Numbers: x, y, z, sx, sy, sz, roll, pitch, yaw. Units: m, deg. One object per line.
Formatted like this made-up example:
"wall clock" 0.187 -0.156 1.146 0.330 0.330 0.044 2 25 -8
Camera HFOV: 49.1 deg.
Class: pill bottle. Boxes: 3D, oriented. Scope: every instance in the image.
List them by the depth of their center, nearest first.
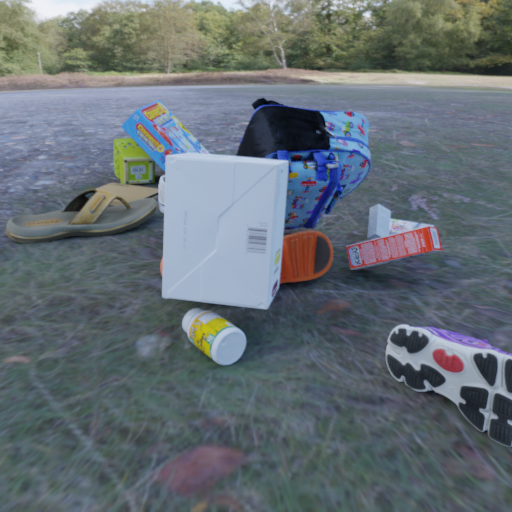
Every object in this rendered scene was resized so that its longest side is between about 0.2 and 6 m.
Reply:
"pill bottle" -0.634 1.111 7.984 0.554 0.554 0.983 -16 27 -34

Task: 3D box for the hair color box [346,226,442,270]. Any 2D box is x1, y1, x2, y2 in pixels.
"hair color box" 2.497 -0.129 10.143 1.505 0.481 0.835 -13 -6 29

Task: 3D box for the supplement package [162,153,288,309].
"supplement package" -0.418 -0.407 7.988 1.544 1.983 1.100 6 14 9

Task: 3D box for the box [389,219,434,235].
"box" 3.281 -0.546 12.549 1.193 0.246 0.930 11 24 28

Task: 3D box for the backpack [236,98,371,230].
"backpack" 0.936 -1.552 10.107 2.481 2.265 1.669 -4 62 -23

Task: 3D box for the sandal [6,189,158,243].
"sandal" -3.918 -1.039 12.835 3.448 0.931 1.385 -9 24 -22

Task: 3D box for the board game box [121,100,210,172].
"board game box" -2.590 -3.406 16.927 0.711 2.491 2.545 -40 13 18

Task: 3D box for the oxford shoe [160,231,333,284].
"oxford shoe" -0.241 0.142 9.992 3.209 1.144 1.170 -3 3 -28

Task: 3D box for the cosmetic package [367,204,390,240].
"cosmetic package" 2.567 -0.654 11.691 0.379 0.748 0.266 26 -31 -26

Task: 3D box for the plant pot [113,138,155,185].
"plant pot" -3.620 -2.788 16.848 1.188 1.182 1.078 -5 36 -19

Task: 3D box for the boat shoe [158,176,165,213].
"boat shoe" -0.785 -1.334 11.762 2.573 0.898 0.912 4 36 3

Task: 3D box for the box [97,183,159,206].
"box" -3.690 -1.670 15.409 1.826 0.194 1.493 10 25 23

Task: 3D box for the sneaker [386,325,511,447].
"sneaker" 2.807 1.383 6.777 1.072 1.036 2.571 -8 22 -34
